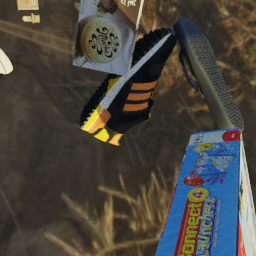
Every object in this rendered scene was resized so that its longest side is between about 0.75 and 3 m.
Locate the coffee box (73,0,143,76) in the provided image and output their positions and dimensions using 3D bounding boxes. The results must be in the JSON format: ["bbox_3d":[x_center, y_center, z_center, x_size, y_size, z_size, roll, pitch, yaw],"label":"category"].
[{"bbox_3d":[-0.227,-1.473,3.745,0.771,0.545,1.365,13,111,0],"label":"coffee box"}]

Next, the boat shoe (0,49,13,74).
[{"bbox_3d":[-2.790,-1.492,5.044,0.676,1.878,0.617,37,76,16],"label":"boat shoe"}]

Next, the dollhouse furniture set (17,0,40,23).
[{"bbox_3d":[-2.131,-2.626,5.909,0.434,0.889,0.759,-6,110,-14],"label":"dollhouse furniture set"}]

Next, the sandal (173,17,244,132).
[{"bbox_3d":[1.580,-1.120,6.098,1.089,0.613,2.865,-8,75,-49],"label":"sandal"}]

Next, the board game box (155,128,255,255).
[{"bbox_3d":[1.385,2.014,4.041,0.828,2.900,2.961,-7,118,27],"label":"board game box"}]

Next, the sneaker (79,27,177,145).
[{"bbox_3d":[0.176,-0.716,5.452,1.134,0.881,2.520,35,109,-25],"label":"sneaker"}]
